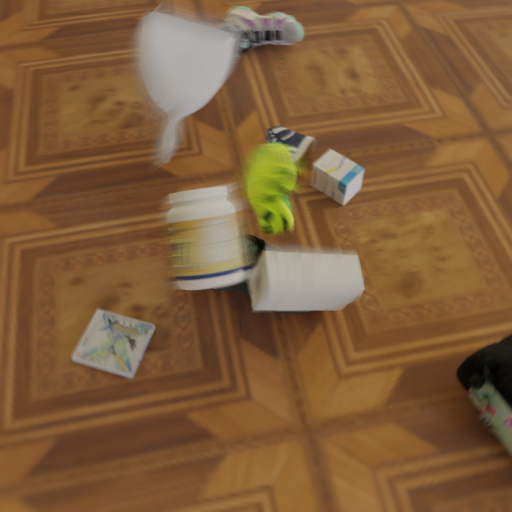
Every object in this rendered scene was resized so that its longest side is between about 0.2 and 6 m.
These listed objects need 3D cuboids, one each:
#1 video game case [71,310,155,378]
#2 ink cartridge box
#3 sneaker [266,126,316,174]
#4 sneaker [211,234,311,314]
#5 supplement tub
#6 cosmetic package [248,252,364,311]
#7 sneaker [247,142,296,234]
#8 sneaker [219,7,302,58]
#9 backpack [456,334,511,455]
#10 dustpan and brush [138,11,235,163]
[{"bbox_3d":[-2.541,1.546,9.992,1.149,0.126,1.048,14,56,10],"label":"video game case"},{"bbox_3d":[1.714,-1.677,11.939,0.898,0.659,0.656,36,63,22],"label":"ink cartridge box"},{"bbox_3d":[0.441,-2.145,12.248,1.038,0.671,1.914,29,53,13],"label":"sneaker"},{"bbox_3d":[0.113,0.282,10.284,2.784,1.103,1.050,12,53,5],"label":"sneaker"},{"bbox_3d":[-0.813,-0.287,8.815,1.087,1.087,1.505,-9,95,-6],"label":"supplement tub"},{"bbox_3d":[0.838,0.456,9.475,1.706,0.963,0.692,2,62,-20],"label":"cosmetic package"},{"bbox_3d":[0.181,-1.170,9.272,0.809,2.185,0.913,-14,63,-6],"label":"sneaker"},{"bbox_3d":[-0.037,-5.709,14.743,2.241,0.871,1.567,19,58,24],"label":"sneaker"},{"bbox_3d":[4.481,2.352,8.571,1.986,1.506,2.379,-26,62,-8],"label":"backpack"},{"bbox_3d":[-1.629,-3.343,11.705,1.972,2.826,0.809,5,8,-27],"label":"dustpan and brush"}]
